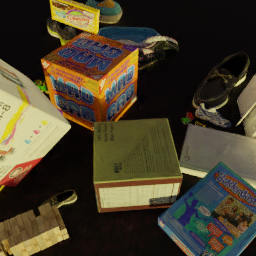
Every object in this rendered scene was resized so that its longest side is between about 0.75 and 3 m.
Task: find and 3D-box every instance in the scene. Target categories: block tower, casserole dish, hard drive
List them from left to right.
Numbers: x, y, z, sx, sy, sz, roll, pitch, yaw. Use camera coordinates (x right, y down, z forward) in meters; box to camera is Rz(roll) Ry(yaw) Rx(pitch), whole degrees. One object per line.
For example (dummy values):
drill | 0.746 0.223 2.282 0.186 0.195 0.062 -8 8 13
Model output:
block tower | -2.412 2.269 5.468 2.323 0.627 0.672 -21 48 -20
casserole dish | -0.044 -3.495 11.329 2.714 0.527 1.644 3 45 2
hard drive | 2.598 0.741 7.220 2.375 0.317 1.567 13 47 13

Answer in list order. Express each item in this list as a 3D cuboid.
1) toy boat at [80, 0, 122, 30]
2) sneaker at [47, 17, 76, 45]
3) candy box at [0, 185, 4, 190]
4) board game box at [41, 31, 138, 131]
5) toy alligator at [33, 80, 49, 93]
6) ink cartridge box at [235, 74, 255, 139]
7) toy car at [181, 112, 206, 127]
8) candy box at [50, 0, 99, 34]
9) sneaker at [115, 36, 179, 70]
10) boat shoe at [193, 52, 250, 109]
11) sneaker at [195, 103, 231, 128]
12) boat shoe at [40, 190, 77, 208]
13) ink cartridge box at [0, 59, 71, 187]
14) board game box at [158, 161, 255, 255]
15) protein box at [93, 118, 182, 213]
toy boat | -1.432 -5.398 12.811 2.016 1.114 2.398 32 53 27
sneaker | -2.772 -4.293 11.814 0.869 0.952 2.352 -28 51 -25
candy box | -3.732 1.375 6.358 1.381 0.357 2.701 22 46 3
board game box | -1.001 -1.351 8.190 1.896 1.896 1.898 24 50 21
toy alligator | -2.970 -1.458 9.371 1.314 0.390 0.357 9 46 9
ink cartridge box | 4.102 -0.570 7.521 2.196 1.411 1.375 -1 63 -3
toy car | 1.792 -0.196 8.120 0.726 0.172 0.771 -2 38 -39
candy box | -1.521 -3.239 8.010 1.452 0.742 0.192 21 58 6
sneaker | 0.604 -2.598 10.298 2.517 1.011 1.086 -5 59 3
boat shoe | 3.061 -1.591 9.159 1.032 0.872 2.896 30 52 27
sneaker | 2.504 -0.372 8.094 1.071 0.472 0.403 24 16 10
boat shoe | -1.595 1.634 6.363 0.852 0.257 0.304 -19 48 -18
ink cartridge box | -2.988 -0.305 5.528 2.010 2.767 2.001 -46 65 3
board game box | 1.863 1.837 5.827 2.001 0.450 1.522 -35 57 -21
protein box | 0.136 0.828 6.495 1.776 1.198 1.763 -3 45 -3
